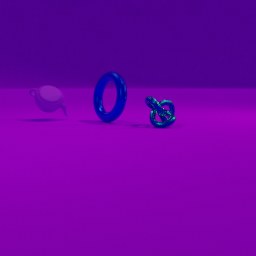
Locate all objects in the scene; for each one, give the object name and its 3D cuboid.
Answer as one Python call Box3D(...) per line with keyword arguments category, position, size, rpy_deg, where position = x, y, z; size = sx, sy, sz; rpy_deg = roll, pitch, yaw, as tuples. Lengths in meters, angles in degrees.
Box3D(category="teapot", position=(-2.620, -0.898, 9.415), size=(1.536, 0.752, 0.955), rpy_deg=(29, 46, -3))
Box3D(category="knot shape", position=(0.960, -0.400, 7.964), size=(1.129, 0.522, 1.056), rpy_deg=(25, 37, -24))
Box3D(category="ring", position=(-0.589, -0.974, 8.795), size=(0.320, 1.600, 1.600), rpy_deg=(3, 5, -40))
